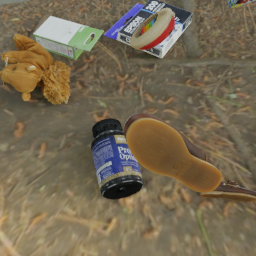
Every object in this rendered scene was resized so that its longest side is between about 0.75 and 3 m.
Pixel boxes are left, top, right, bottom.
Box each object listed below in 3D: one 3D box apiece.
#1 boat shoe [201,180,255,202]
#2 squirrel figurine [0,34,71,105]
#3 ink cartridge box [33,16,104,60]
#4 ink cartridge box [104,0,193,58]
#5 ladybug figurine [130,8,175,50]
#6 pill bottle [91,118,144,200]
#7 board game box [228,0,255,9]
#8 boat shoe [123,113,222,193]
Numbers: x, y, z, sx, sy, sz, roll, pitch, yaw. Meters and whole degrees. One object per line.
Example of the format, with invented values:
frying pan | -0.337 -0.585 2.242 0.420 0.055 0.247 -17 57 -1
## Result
boat shoe | 2.666 1.612 7.401 1.478 0.520 0.520 7 59 5
squirrel figurine | -2.816 -1.672 8.760 2.310 1.635 2.156 18 19 -20
ink cartridge box | -2.213 -3.377 10.702 2.381 0.706 1.236 19 58 13
ink cartridge box | 0.831 -4.231 11.378 2.715 0.589 2.690 27 60 18
ladybug figurine | 0.781 -2.898 8.422 0.618 1.718 1.166 35 57 -28
pill bottle | -0.374 0.786 7.592 1.137 1.137 2.032 -12 57 -8
board game box | 3.057 -3.395 6.505 1.157 1.157 0.357 -24 83 -19
boat shoe | 0.767 0.439 5.199 0.844 2.396 0.843 -45 33 10
